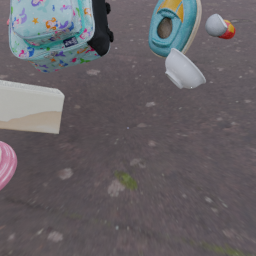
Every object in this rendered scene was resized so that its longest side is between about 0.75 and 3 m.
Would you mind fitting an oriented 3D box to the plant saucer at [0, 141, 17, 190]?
[{"bbox_3d":[-2.459,0.623,4.517,1.236,0.313,1.236,-3,46,3],"label":"plant saucer"}]

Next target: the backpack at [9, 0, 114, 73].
[{"bbox_3d":[-1.988,-2.801,7.524,2.641,1.989,2.345,-14,74,23],"label":"backpack"}]

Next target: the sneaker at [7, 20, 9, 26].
[{"bbox_3d":[-3.208,-3.768,8.505,0.609,0.717,1.653,13,63,52],"label":"sneaker"}]

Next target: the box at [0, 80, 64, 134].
[{"bbox_3d":[-2.519,-0.500,5.752,2.182,0.848,1.036,6,13,-23],"label":"box"}]

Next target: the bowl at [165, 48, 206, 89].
[{"bbox_3d":[1.092,-1.129,5.778,0.447,0.996,0.996,-46,44,6],"label":"bowl"}]

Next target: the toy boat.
[{"bbox_3d":[1.704,-3.016,8.027,2.647,2.225,1.230,24,19,35],"label":"toy boat"}]
